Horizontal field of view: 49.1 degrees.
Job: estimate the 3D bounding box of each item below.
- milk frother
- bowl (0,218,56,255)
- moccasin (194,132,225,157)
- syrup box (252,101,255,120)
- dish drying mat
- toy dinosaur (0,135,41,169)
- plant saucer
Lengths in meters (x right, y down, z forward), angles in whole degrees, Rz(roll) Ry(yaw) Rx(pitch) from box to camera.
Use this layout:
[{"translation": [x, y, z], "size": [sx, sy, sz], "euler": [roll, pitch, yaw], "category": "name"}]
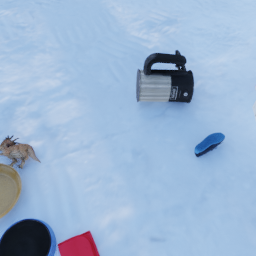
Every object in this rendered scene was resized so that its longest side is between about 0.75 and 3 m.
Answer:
[{"translation": [1.533, -2.329, 12.462], "size": [2.322, 2.228, 2.469], "euler": [1, 19, -4], "category": "milk frother"}, {"translation": [-3.220, 3.747, 8.848], "size": [1.830, 0.359, 1.830], "euler": [0, 54, 0], "category": "bowl"}, {"translation": [3.161, 0.649, 11.025], "size": [1.453, 0.495, 0.585], "euler": [-25, 49, -14], "category": "moccasin"}, {"translation": [5.750, -0.427, 11.663], "size": [0.654, 0.676, 1.661], "euler": [3, 55, 4], "category": "syrup box"}, {"translation": [-1.153, 4.608, 8.277], "size": [1.128, 0.267, 2.938], "euler": [-20, 57, -13], "category": "dish drying mat"}, {"translation": [-4.213, 0.835, 10.748], "size": [1.812, 0.778, 1.228], "euler": [6, 43, -4], "category": "toy dinosaur"}, {"translation": [-4.840, 2.330, 9.838], "size": [2.294, 0.406, 2.294], "euler": [0, 54, 0], "category": "plant saucer"}]
